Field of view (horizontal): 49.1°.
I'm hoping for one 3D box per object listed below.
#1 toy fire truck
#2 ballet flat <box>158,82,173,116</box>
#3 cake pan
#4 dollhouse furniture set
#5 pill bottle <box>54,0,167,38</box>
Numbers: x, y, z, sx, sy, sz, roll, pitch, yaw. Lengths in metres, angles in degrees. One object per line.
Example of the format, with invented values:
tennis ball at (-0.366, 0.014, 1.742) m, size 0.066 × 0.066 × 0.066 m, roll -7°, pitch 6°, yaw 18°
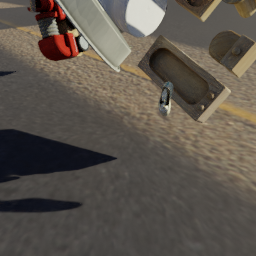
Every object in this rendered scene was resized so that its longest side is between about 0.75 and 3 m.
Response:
toy fire truck at (-2.197, -2.937, 7.922) m, size 1.449 × 1.982 × 2.252 m, roll -4°, pitch 15°, yaw 32°
ballet flat at (0.697, -0.526, 5.429) m, size 0.261 × 0.775 × 0.242 m, roll 18°, pitch 38°, yaw 21°
cake pan at (-0.582, -1.707, 4.020) m, size 0.358 × 1.954 × 1.954 m, roll -35°, pitch 31°, yaw 11°
dollhouse furniture set at (1.135, -2.135, 5.575) m, size 2.695 × 2.834 × 2.309 m, roll 50°, pitch 21°, yaw 29°
pill bottle at (-0.535, -3.212, 6.558) m, size 1.634 × 1.634 × 2.910 m, roll -25°, pitch 49°, yaw -35°
